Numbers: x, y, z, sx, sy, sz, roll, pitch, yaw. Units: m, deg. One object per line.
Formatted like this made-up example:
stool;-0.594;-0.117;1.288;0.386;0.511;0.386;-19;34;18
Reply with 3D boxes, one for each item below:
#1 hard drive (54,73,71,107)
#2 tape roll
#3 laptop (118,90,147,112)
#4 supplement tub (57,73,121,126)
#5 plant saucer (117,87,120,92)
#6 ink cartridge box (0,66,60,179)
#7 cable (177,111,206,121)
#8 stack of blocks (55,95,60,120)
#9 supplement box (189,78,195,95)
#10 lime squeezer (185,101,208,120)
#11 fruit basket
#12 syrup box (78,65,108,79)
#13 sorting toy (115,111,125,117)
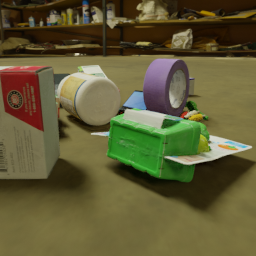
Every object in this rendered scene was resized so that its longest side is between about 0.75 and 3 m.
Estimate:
hard drive;-3.225;-1.682;12.082;1.785;0.421;2.558;-5;35;-15
tape roll;1.369;-1.379;9.689;0.835;1.964;1.964;10;20;33
laptop;0.005;-1.033;10.241;1.655;0.855;1.466;4;7;-37
supplement tub;-1.372;-1.029;9.326;1.525;1.525;2.108;-11;21;-31
plant saucer;-1.322;-1.971;14.127;1.799;0.456;1.799;-1;17;0
ink cartridge box;-2.965;-0.153;5.561;2.863;2.086;1.185;0;18;0
cable;1.595;-0.226;8.560;0.851;0.441;1.752;15;22;41
stack of blocks;-2.795;-0.632;8.566;1.346;0.685;2.337;-5;17;-29
supplement box;2.480;-2.164;14.092;0.828;0.846;1.637;-10;21;-26
lime squeezer;1.970;-0.708;10.401;2.459;0.464;0.868;15;54;37
fruit basket;0.975;0.168;6.033;2.672;1.252;2.475;-13;21;-43
syrup box;-1.493;-1.890;12.183;1.005;1.039;2.553;-9;28;-13
sorting toy;-0.411;-0.481;9.814;1.246;0.183;0.921;16;23;42
